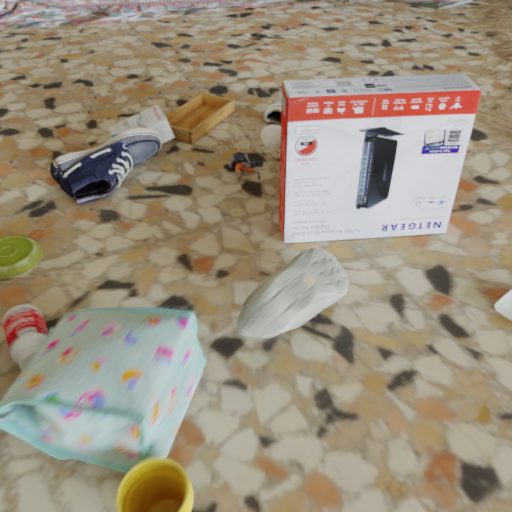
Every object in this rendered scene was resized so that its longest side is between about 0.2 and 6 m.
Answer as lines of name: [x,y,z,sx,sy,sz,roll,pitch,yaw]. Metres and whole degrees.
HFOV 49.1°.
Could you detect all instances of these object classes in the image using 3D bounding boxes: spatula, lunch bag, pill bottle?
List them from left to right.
pill bottle: [-3.603,1.325,8.870,0.621,0.621,1.106,-19,42,-22]
lunch bag: [-2.127,1.717,7.715,2.331,1.421,1.985,4,39,15]
spatula: [5.790,0.898,9.718,2.935,0.236,2.041,-24,44,-26]

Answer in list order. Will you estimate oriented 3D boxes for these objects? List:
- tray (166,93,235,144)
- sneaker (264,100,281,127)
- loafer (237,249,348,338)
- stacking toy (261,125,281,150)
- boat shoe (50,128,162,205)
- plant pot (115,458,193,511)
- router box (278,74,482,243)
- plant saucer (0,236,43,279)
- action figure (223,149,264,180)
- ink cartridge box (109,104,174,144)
tray: [-1.620,-3.810,15.398,1.105,0.415,2.241,19,43,21]
sneaker: [1.090,-3.718,15.096,1.900,0.704,0.841,9,39,26]
loafer: [0.645,0.586,9.148,1.035,1.033,2.960,58,30,10]
stacking toy: [1.145,-2.350,12.214,2.168,1.584,1.584,22,40,-4]
boat shoe: [-3.211,-2.005,12.844,2.686,1.003,1.245,-27,52,-18]
plant pot: [-1.138,2.980,6.625,0.865,0.814,0.865,-4,43,4]
router box: [2.194,-1.805,10.773,3.438,3.085,0.840,-4,38,-4]
plant saucer: [-4.816,-0.027,10.884,1.256,0.195,1.256,-1,39,0]
action figure: [-0.219,-2.219,13.356,1.016,0.531,0.983,-15,50,-19]
ink cartridge box: [-2.873,-3.096,14.059,1.397,0.585,1.014,-27,42,-4]
